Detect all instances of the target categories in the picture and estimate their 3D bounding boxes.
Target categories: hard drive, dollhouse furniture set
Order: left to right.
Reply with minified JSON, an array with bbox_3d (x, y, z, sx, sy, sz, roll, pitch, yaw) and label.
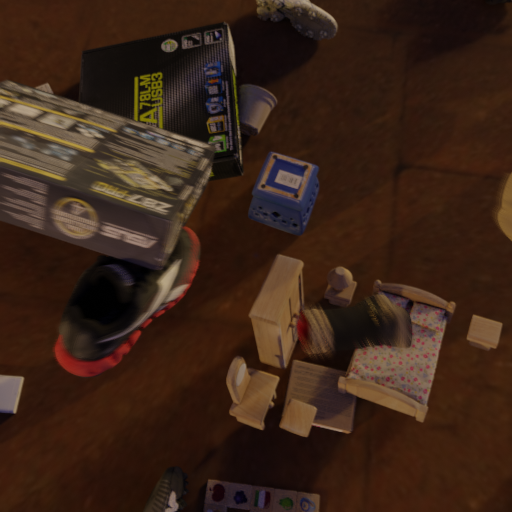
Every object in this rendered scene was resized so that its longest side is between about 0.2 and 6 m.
[{"bbox_3d":[-4.512,2.342,9.571,0.921,0.121,0.607,4,67,1],"label":"hard drive"},{"bbox_3d":[1.766,1.496,8.582,3.622,1.769,3.089,15,58,18],"label":"dollhouse furniture set"}]

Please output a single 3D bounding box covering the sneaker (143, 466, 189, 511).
[{"bbox_3d":[-1.959,4.476,8.212,1.326,0.974,2.930,18,70,4],"label":"sneaker"}]

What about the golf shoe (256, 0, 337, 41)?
[{"bbox_3d":[1.019,-5.592,12.583,1.999,0.783,0.972,28,64,10],"label":"golf shoe"}]

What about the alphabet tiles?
[{"bbox_3d":[-0.017,4.716,8.602,1.822,0.082,2.180,7,68,2],"label":"alphabet tiles"}]

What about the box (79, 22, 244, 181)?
[{"bbox_3d":[-1.943,-2.904,11.168,3.190,0.785,3.303,-7,68,6],"label":"box"}]

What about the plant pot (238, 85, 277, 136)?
[{"bbox_3d":[-0.102,-2.929,11.471,0.856,0.856,0.783,18,80,8],"label":"plant pot"}]

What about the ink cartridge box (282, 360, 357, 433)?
[{"bbox_3d":[1.078,2.359,9.387,1.166,0.438,0.960,12,69,4],"label":"ink cartridge box"}]

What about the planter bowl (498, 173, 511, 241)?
[{"bbox_3d":[3.430,-0.546,6.540,0.880,1.307,1.307,-42,73,-9],"label":"planter bowl"}]

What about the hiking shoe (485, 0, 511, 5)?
[{"bbox_3d":[5.822,-6.990,13.151,1.312,0.987,2.607,0,74,-12],"label":"hiking shoe"}]

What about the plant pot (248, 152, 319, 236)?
[{"bbox_3d":[0.544,-1.228,10.573,1.154,1.037,1.153,19,67,8],"label":"plant pot"}]

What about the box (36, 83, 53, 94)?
[{"bbox_3d":[-4.781,-3.104,11.694,1.207,0.413,0.496,-27,70,-11],"label":"box"}]

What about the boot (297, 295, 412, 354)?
[{"bbox_3d":[1.220,0.935,7.646,1.324,1.759,0.644,-4,96,-7],"label":"boot"}]

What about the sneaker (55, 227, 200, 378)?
[{"bbox_3d":[-1.629,0.366,7.617,0.959,1.326,2.714,32,54,12],"label":"sneaker"}]

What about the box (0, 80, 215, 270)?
[{"bbox_3d":[-2.618,-1.355,8.097,3.623,0.890,2.920,17,28,-2],"label":"box"}]
